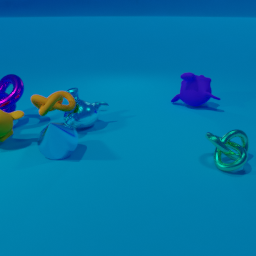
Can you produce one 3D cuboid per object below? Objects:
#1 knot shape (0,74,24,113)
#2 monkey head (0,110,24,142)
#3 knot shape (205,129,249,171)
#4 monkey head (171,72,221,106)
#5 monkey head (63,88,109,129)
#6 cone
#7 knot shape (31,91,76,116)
[{"bbox_3d":[-3.973,-0.657,8.195,1.968,0.909,1.841,-39,13,30],"label":"knot shape"},{"bbox_3d":[-3.454,-0.184,7.149,1.474,0.888,1.061,-8,46,-27],"label":"monkey head"},{"bbox_3d":[2.297,0.517,6.362,1.115,0.515,1.043,10,49,-3],"label":"knot shape"},{"bbox_3d":[2.265,-1.334,9.768,1.820,1.097,1.309,0,-6,35],"label":"monkey head"},{"bbox_3d":[-1.376,-0.582,8.267,1.597,1.149,0.962,-28,31,-37],"label":"monkey head"},{"bbox_3d":[-1.687,0.100,6.421,0.988,0.991,0.988,1,65,-3],"label":"cone"},{"bbox_3d":[-2.065,-0.669,7.607,1.199,0.554,1.122,-7,13,-4],"label":"knot shape"}]
